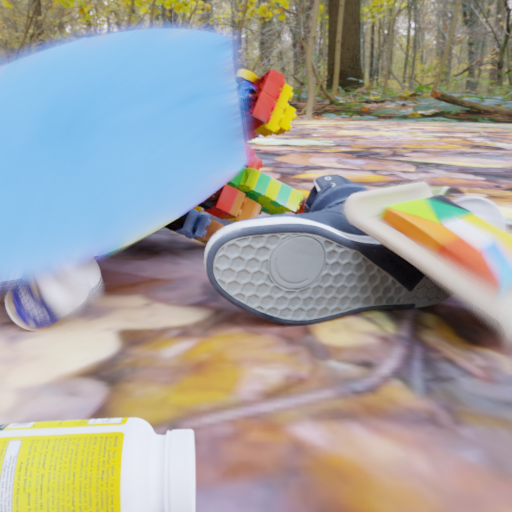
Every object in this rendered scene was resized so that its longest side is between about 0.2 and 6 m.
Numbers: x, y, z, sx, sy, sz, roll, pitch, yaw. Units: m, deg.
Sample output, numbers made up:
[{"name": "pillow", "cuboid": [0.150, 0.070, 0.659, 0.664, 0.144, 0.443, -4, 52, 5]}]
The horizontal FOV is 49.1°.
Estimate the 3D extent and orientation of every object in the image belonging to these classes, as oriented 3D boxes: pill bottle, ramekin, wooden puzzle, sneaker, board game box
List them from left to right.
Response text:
[{"name": "pill bottle", "cuboid": [-2.242, 0.358, 6.226, 1.051, 0.629, 0.629, -32, -1, 30]}, {"name": "board game box", "cuboid": [-2.462, -1.453, 8.143, 4.692, 1.156, 5.939, -11, 44, 3]}, {"name": "pill bottle", "cuboid": [-1.026, 1.378, 3.423, 1.289, 0.725, 0.725, -1, 17, -5]}, {"name": "sneaker", "cuboid": [0.687, -0.243, 7.418, 3.388, 1.288, 2.448, 3, 25, -24]}, {"name": "wooden puzzle", "cuboid": [2.379, -0.141, 6.390, 2.263, 0.421, 2.093, 43, 35, 27]}, {"name": "ramekin", "cuboid": [3.510, -0.465, 9.117, 1.019, 1.019, 0.474, 8, 9, 25]}]

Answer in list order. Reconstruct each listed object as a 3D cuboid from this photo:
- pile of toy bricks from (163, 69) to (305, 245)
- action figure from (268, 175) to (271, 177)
[{"name": "pile of toy bricks", "cuboid": [-0.243, -1.363, 10.521, 2.543, 2.858, 5.151, 24, -8, -18]}, {"name": "action figure", "cuboid": [-0.101, -2.047, 15.338, 1.337, 0.464, 0.870, 7, 11, 9]}]
